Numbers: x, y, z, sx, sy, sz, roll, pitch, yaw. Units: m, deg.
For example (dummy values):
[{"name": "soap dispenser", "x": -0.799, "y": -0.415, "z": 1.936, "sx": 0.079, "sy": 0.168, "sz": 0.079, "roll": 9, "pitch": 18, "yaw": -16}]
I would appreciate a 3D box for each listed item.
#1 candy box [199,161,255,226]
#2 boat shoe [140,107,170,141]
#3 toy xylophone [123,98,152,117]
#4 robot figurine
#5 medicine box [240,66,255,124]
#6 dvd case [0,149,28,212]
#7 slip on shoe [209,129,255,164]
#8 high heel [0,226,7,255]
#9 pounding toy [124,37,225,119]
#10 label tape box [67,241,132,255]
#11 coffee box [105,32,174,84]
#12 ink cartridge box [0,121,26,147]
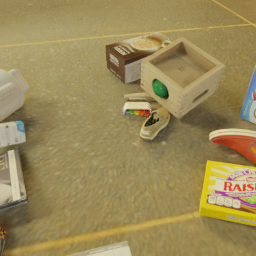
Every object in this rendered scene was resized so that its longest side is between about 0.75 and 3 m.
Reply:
[{"name": "candy box", "x": 3.247, "y": 1.576, "z": 6.409, "sx": 2.989, "sy": 0.395, "sz": 1.528, "roll": 6, "pitch": 38, "yaw": 19}, {"name": "boat shoe", "x": 0.884, "y": -0.274, "z": 8.592, "sx": 0.582, "sy": 0.618, "sz": 1.623, "roll": 15, "pitch": 40, "yaw": 21}, {"name": "toy xylophone", "x": 0.330, "y": -0.713, "z": 9.390, "sx": 1.016, "sy": 0.255, "sz": 0.744, "roll": 6, "pitch": 42, "yaw": 7}, {"name": "robot figurine", "x": -4.288, "y": -0.866, "z": 8.640, "sx": 2.172, "sy": 1.446, "sz": 2.561, "roll": -16, "pitch": 25, "yaw": 44}, {"name": "medicine box", "x": 4.758, "y": -0.877, "z": 8.283, "sx": 2.149, "sy": 1.958, "sz": 1.106, "roll": 32, "pitch": 50, "yaw": 31}, {"name": "dvd case", "x": -3.956, "y": 1.471, "z": 6.587, "sx": 2.881, "sy": 0.230, "sz": 2.142, "roll": -15, "pitch": 32, "yaw": -18}, {"name": "slip on shoe", "x": 3.336, "y": 0.559, "z": 7.295, "sx": 2.514, "sy": 0.931, "sz": 0.769, "roll": 15, "pitch": 82, "yaw": 27}, {"name": "high heel", "x": -3.127, "y": 2.397, "z": 5.647, "sx": 1.215, "sy": 0.434, "sz": 0.866, "roll": 8, "pitch": 46, "yaw": -16}, {"name": "pounding toy", "x": 1.389, "y": -1.477, "z": 9.176, "sx": 2.339, "sy": 1.663, "sz": 2.153, "roll": -35, "pitch": 62, "yaw": -20}, {"name": "label tape box", "x": -0.529, "y": 3.268, "z": 4.437, "sx": 1.761, "sy": 0.773, "sz": 2.443, "roll": -10, "pitch": 42, "yaw": -11}, {"name": "coffee box", "x": 0.594, "y": -2.883, "z": 11.275, "sx": 2.605, "sy": 1.038, "sz": 1.490, "roll": -23, "pitch": 46, "yaw": -24}, {"name": "ink cartridge box", "x": -3.471, "y": 0.179, "z": 7.891, "sx": 1.019, "sy": 0.590, "sz": 0.340, "roll": -12, "pitch": 24, "yaw": -33}]
